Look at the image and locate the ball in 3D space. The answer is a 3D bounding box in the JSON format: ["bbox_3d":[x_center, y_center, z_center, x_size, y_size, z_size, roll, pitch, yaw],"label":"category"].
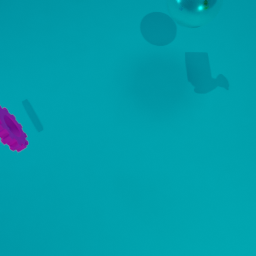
[{"bbox_3d":[1.513,-2.920,6.355,1.246,1.246,1.246,0,72,0],"label":"ball"}]

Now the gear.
[{"bbox_3d":[-2.546,0.009,5.982,0.197,1.065,1.065,-32,75,0],"label":"gear"}]
